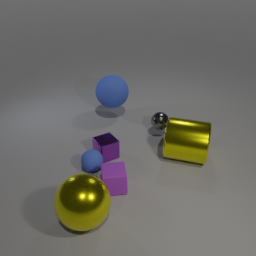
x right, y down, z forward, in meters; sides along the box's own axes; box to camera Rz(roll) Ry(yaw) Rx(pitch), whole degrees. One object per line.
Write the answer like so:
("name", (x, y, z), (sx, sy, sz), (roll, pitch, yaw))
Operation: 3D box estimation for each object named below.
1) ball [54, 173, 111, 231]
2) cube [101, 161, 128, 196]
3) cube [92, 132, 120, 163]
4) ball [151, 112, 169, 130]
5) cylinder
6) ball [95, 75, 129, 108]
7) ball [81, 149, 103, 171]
("ball", (-1.122, 1.821, 6.963), (1.400, 1.400, 1.400), (0, 30, 0))
("cube", (-0.405, 1.485, 8.218), (0.700, 0.700, 0.700), (-5, 30, -6))
("cube", (-0.758, 0.674, 9.647), (0.700, 0.700, 0.700), (-17, 34, -27))
("ball", (1.223, -0.259, 10.667), (0.700, 0.700, 0.700), (0, 30, 0))
("cylinder", (1.985, 0.407, 9.391), (1.400, 1.400, 1.400), (9, 31, 14))
("ball", (-0.671, -1.540, 11.840), (1.400, 1.400, 1.400), (0, 30, 0))
("ball", (-1.152, 1.032, 8.955), (0.700, 0.700, 0.700), (0, 30, 0))
